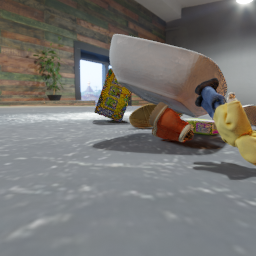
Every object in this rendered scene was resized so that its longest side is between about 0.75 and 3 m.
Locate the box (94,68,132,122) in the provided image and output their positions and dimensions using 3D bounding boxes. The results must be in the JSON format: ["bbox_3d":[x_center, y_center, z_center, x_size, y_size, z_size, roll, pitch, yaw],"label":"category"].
[{"bbox_3d":[-0.555,-1.344,11.672,1.184,1.869,1.941,19,3,-7],"label":"box"}]

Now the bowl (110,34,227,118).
[{"bbox_3d":[0.880,-1.056,6.488,2.523,0.943,2.527,22,-1,28],"label":"bowl"}]

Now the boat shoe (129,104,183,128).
[{"bbox_3d":[1.017,-0.378,8.883,2.132,0.786,0.738,-16,-20,-14],"label":"boat shoe"}]

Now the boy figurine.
[{"bbox_3d":[1.361,-0.103,3.628,0.427,0.825,1.326,-26,50,-7],"label":"boy figurine"}]

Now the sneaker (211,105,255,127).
[{"bbox_3d":[3.229,-0.329,8.238,1.650,0.621,0.863,0,-3,-15],"label":"sneaker"}]

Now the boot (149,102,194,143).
[{"bbox_3d":[0.920,0.052,5.625,0.822,0.575,1.533,34,-2,16],"label":"boot"}]

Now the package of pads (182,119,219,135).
[{"bbox_3d":[1.955,-0.043,7.257,0.748,0.330,0.968,-2,9,-40],"label":"package of pads"}]
